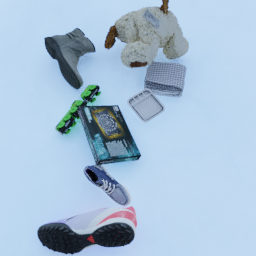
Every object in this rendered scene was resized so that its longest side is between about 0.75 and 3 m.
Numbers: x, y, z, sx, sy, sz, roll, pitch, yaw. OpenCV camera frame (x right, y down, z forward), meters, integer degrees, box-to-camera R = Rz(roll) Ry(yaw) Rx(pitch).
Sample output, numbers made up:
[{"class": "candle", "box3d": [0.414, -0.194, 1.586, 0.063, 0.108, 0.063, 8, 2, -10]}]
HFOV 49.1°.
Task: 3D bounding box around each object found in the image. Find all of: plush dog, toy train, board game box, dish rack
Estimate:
[{"class": "plush dog", "box3d": [0.440, -3.130, 8.859, 2.566, 2.059, 2.204, -23, 30, -34]}, {"class": "toy train", "box3d": [-1.461, -0.562, 8.117, 0.541, 0.401, 1.920, 5, 51, 46]}, {"class": "board game box", "box3d": [-0.531, 0.119, 7.473, 1.229, 0.256, 1.818, -3, 52, -29]}, {"class": "dish rack", "box3d": [0.529, -0.636, 8.247, 0.834, 0.212, 0.972, -32, 64, -12]}]

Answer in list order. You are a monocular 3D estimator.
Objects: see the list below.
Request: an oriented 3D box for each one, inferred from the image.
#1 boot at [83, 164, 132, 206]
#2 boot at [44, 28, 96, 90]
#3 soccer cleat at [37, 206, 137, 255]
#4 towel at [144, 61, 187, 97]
[{"class": "boot", "box3d": [-0.517, 1.405, 6.742, 1.329, 0.600, 0.483, 40, 101, 19]}, {"class": "boot", "box3d": [-1.597, -2.324, 8.895, 1.404, 0.728, 2.149, -26, 72, -23]}, {"class": "soccer cleat", "box3d": [-0.890, 2.209, 6.232, 2.282, 0.778, 0.835, -11, 17, 14]}, {"class": "towel", "box3d": [1.138, -1.552, 8.696, 1.263, 0.541, 1.046, 10, 58, 6]}]
